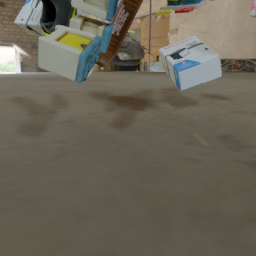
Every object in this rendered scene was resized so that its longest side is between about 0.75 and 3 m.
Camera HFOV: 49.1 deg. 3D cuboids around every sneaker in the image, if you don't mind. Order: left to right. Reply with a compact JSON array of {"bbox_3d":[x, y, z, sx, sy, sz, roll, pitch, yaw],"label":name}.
[{"bbox_3d":[-1.513,-2.223,6.545,0.949,2.550,1.079,25,44,38],"label":"sneaker"}]

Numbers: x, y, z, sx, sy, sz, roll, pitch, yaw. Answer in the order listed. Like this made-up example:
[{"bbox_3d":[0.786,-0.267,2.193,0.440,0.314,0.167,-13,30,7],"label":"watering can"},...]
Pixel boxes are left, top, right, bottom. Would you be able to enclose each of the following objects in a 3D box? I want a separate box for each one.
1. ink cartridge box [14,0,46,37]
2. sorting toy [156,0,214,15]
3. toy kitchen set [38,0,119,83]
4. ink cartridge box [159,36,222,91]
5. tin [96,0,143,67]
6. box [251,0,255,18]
[{"bbox_3d":[-2.233,-2.989,7.356,1.432,1.039,0.600,25,-6,43],"label":"ink cartridge box"},{"bbox_3d":[1.876,-4.252,9.291,1.315,0.461,2.727,11,35,32],"label":"sorting toy"},{"bbox_3d":[-0.276,-1.896,3.833,1.265,2.148,1.721,16,34,1],"label":"toy kitchen set"},{"bbox_3d":[2.066,-2.270,9.604,1.436,0.829,1.979,-21,37,0],"label":"ink cartridge box"},{"bbox_3d":[-0.375,-3.045,7.637,0.594,2.838,1.589,19,25,-24],"label":"tin"},{"bbox_3d":[3.855,-3.104,6.829,0.726,0.669,1.414,-2,8,-37],"label":"box"}]
